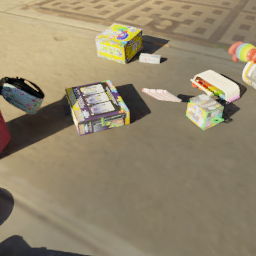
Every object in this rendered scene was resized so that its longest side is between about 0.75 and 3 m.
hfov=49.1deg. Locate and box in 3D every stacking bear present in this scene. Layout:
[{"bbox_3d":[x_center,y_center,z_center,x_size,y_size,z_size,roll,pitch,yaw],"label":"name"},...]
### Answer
[{"bbox_3d":[3.659,-2.231,8.475,0.568,0.606,0.998,-47,39,4],"label":"stacking bear"}]

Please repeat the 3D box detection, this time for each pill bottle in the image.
[{"bbox_3d":[5.786,-1.892,11.145,1.282,1.282,2.203,-16,43,-18],"label":"pill bottle"}]

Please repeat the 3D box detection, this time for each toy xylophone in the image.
[{"bbox_3d":[3.473,-1.727,11.535,1.538,0.528,2.101,-17,43,-19],"label":"toy xylophone"}]

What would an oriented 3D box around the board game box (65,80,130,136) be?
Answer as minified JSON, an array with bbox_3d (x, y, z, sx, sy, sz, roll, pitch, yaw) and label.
[{"bbox_3d":[-1.184,-0.822,10.404,1.871,0.642,2.264,-14,43,-13],"label":"board game box"}]

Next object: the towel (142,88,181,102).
[{"bbox_3d":[1.155,-1.157,9.635,0.854,0.175,1.168,21,-4,-41],"label":"towel"}]

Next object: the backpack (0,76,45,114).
[{"bbox_3d":[-3.526,-1.096,9.396,1.409,0.892,1.176,29,17,-1],"label":"backpack"}]

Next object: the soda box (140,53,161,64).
[{"bbox_3d":[1.079,-3.378,13.633,0.983,0.312,0.336,9,41,11],"label":"soda box"}]

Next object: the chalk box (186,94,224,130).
[{"bbox_3d":[2.802,-0.506,9.922,0.794,0.790,1.277,-19,45,-23],"label":"chalk box"}]

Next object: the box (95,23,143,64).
[{"bbox_3d":[-0.416,-4.222,13.933,1.675,1.061,1.739,21,51,24],"label":"box"}]

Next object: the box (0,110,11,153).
[{"bbox_3d":[-4.679,-0.165,8.443,1.375,2.151,1.172,8,43,9],"label":"box"}]
